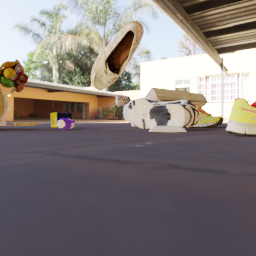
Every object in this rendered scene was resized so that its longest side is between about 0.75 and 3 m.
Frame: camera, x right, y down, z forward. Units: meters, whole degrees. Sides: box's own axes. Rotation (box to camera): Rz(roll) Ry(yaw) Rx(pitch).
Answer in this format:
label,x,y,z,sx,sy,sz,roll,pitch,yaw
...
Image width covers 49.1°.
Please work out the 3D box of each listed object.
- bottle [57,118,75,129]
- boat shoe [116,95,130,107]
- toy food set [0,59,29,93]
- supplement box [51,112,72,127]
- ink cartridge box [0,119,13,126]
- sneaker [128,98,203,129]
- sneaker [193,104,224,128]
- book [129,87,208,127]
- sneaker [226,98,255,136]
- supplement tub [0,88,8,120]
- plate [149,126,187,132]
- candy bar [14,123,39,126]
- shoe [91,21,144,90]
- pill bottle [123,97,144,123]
label,x,y,z,sx,sy,sz,roll,pitch,yaw
bottle,-1.859,-0.122,8.280,0.410,0.321,0.982,2,1,1
boat shoe,-0.156,-0.956,9.767,0.364,0.398,1.107,-6,4,14
toy food set,-3.636,-1.602,9.177,0.512,0.922,1.567,38,-13,9
supplement box,-2.592,-0.313,10.825,0.571,0.575,1.049,-1,1,-29
ink cartridge box,-6.108,-0.241,12.835,1.553,0.347,1.368,1,3,29
sneaker,1.196,-0.418,8.454,1.495,0.917,2.298,0,1,-44
sneaker,2.675,-0.462,10.545,0.774,0.894,1.981,-1,2,-37
book,1.683,-0.745,11.645,2.852,0.685,1.906,-2,-32,-36
sneaker,2.396,-0.221,4.638,1.550,0.700,0.606,1,0,-14
supplement tub,-4.697,-0.765,8.478,1.589,1.589,2.201,0,1,-3
plate,0.897,0.019,6.443,0.826,0.134,0.824,0,2,6
candy bar,-5.375,-0.190,14.797,1.285,0.142,0.320,-2,2,-37
shoe,-0.380,-1.816,7.408,0.773,2.210,0.590,30,33,-15
pill bottle,1.012,-0.737,12.922,2.385,1.320,1.320,-2,2,-36
